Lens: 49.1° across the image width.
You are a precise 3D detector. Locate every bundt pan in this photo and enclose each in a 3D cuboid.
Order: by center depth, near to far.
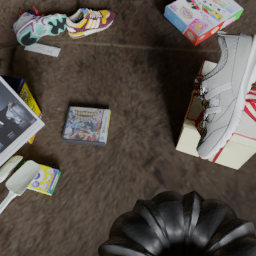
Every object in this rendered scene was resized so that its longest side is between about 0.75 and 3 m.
[{"bbox_3d":[0.669,1.760,3.388,2.406,0.903,2.406,-5,45,5],"label":"bundt pan"}]

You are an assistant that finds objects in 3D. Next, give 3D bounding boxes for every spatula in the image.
[{"bbox_3d":[-3.655,1.710,7.208,1.846,0.213,2.655,26,65,24],"label":"spatula"}]

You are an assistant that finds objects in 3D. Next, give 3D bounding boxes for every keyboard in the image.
[{"bbox_3d":[-2.986,-2.752,9.770,1.236,0.066,0.348,14,64,7],"label":"keyboard"}]

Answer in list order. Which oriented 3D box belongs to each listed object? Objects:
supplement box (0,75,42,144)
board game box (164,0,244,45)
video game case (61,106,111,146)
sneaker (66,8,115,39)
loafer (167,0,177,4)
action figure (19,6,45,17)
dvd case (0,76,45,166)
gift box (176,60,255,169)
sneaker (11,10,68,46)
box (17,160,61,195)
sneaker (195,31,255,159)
[{"bbox_3d":[-3.170,-0.462,7.568,1.008,1.851,1.014,9,63,5],"label":"supplement box"},{"bbox_3d":[2.746,-4.227,10.221,2.287,0.461,1.750,-34,73,-16],"label":"board game box"},{"bbox_3d":[-1.224,-0.079,8.326,1.290,0.165,1.166,5,63,3],"label":"video game case"},{"bbox_3d":[-1.293,-3.875,9.911,1.867,0.841,0.700,-32,67,-15],"label":"sneaker"},{"bbox_3d":[1.731,-4.821,10.730,0.301,0.295,0.826,-30,83,-17],"label":"loafer"},{"bbox_3d":[-3.579,-4.306,10.371,0.951,0.471,0.310,6,63,0],"label":"action figure"},{"bbox_3d":[-2.863,-0.230,5.871,1.443,1.920,0.237,-46,44,-15],"label":"dvd case"},{"bbox_3d":[2.532,-0.189,7.249,2.148,2.173,2.327,13,62,7],"label":"gift box"},{"bbox_3d":[-3.201,-3.808,9.935,1.944,0.756,1.360,-29,63,-19],"label":"sneaker"},{"bbox_3d":[-2.499,1.308,7.547,1.171,0.283,0.687,13,63,9],"label":"box"},{"bbox_3d":[1.808,-0.645,5.608,1.056,0.962,2.575,21,103,13],"label":"sneaker"}]
